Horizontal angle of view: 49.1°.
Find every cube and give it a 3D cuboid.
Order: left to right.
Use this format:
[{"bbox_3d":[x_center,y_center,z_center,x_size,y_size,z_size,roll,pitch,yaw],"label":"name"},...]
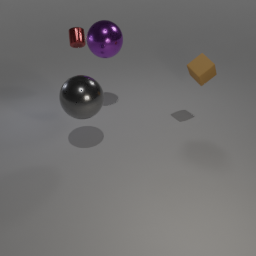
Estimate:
[{"bbox_3d":[2.626,-2.070,9.967,0.700,0.700,0.700,-38,60,5],"label":"cube"}]

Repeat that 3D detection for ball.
[{"bbox_3d":[-1.465,-0.972,8.898,1.400,1.400,1.400,0,32,0],"label":"ball"},{"bbox_3d":[-0.883,-3.383,10.719,1.400,1.400,1.400,0,32,0],"label":"ball"}]

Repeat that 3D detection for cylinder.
[{"bbox_3d":[-2.277,-4.031,12.514,0.700,0.700,0.700,-7,-4,0],"label":"cylinder"}]
